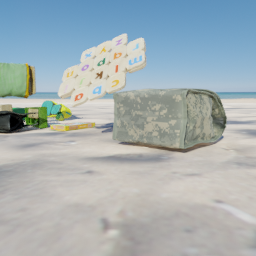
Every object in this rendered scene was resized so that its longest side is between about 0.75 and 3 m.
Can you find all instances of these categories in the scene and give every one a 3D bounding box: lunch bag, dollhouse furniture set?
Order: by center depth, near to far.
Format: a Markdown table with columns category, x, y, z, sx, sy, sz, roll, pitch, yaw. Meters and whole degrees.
| category | x | y | z | sx | sy | sz | roll | pitch | yaw |
| --- | --- | --- | --- | --- | --- | --- | --- | --- | --- |
| lunch bag | 1.072 | -0.280 | 6.660 | 1.885 | 1.351 | 2.299 | 5 | 5 | 38 |
| dollhouse furniture set | -3.830 | -1.155 | 9.800 | 1.549 | 2.365 | 1.187 | -7 | 9 | -42 |

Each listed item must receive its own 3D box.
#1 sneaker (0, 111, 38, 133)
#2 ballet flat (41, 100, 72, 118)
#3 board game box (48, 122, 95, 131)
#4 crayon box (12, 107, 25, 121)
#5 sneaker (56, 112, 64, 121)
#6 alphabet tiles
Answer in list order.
| category | x | y | z | sx | sy | sz | roll | pitch | yaw |
| --- | --- | --- | --- | --- | --- | --- | --- | --- | --- |
| sneaker | -4.091 | -0.207 | 8.480 | 1.339 | 0.771 | 2.566 | 0 | 3 | 26 |
| ballet flat | -3.853 | -0.927 | 15.166 | 0.924 | 0.921 | 2.756 | 22 | -5 | -36 |
| board game box | -1.958 | -0.063 | 9.812 | 0.756 | 0.237 | 1.583 | 4 | 10 | 37 |
| crayon box | -5.957 | -0.577 | 12.257 | 2.183 | 0.636 | 1.883 | 3 | 7 | 26 |
| sneaker | -3.202 | -0.576 | 13.261 | 0.372 | 0.420 | 1.005 | -4 | 7 | -24 |
| alphabet tiles | -0.707 | -1.606 | 7.579 | 2.565 | 0.187 | 2.508 | -17 | 43 | 18 |
